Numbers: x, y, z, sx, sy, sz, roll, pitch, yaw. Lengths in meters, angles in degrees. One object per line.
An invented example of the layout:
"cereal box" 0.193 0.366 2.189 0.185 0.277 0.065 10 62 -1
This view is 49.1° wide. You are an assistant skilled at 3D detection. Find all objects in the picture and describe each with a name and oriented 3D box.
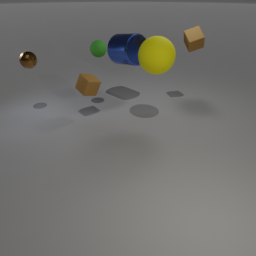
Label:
"ball" 1.080 -2.730 10.536 1.400 1.400 1.400 0 28 0
"ball" -4.068 -2.776 11.430 0.700 0.700 0.700 0 28 0
"ball" -1.246 -3.320 11.742 0.700 0.700 0.700 0 28 0
"cube" 2.898 -3.899 12.309 0.700 0.700 0.700 -19 66 3
"cube" -1.685 -1.826 11.828 0.700 0.700 0.700 -8 42 -46
"cylinder" -0.010 -3.651 13.019 1.400 1.400 1.400 -22 27 -35
